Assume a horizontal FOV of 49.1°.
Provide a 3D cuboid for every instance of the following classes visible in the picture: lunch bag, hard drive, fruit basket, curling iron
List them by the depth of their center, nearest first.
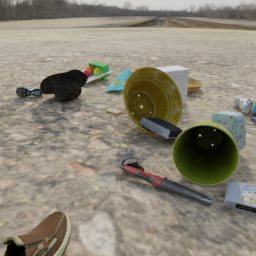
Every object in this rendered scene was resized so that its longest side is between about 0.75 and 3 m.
[{"bbox_3d":[0.953,1.405,7.699,2.863,0.366,0.710,18,30,34],"label":"curling iron"},{"bbox_3d":[3.314,0.128,9.302,0.516,1.338,1.073,-18,19,-32],"label":"lunch bag"},{"bbox_3d":[1.235,-0.031,10.287,1.016,0.319,1.506,-2,23,-41],"label":"hard drive"},{"bbox_3d":[-2.278,-3.274,17.290,2.144,1.005,1.986,-36,41,-29],"label":"fruit basket"}]

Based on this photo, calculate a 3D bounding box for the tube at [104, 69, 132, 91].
[{"bbox_3d":[-0.401,-2.652,16.127,1.058,0.689,2.732,-5,27,21],"label":"tube"}]

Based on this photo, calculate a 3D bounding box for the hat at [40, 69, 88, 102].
[{"bbox_3d":[-3.002,-1.848,13.746,2.408,0.971,2.408,-19,-15,-5],"label":"hat"}]

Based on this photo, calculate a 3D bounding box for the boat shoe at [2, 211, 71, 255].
[{"bbox_3d":[-1.800,2.247,5.032,0.895,0.897,2.424,-16,20,20],"label":"boat shoe"}]

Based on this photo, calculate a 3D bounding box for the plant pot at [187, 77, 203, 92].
[{"bbox_3d":[2.684,-2.561,15.739,2.953,0.406,2.953,7,23,-3],"label":"plant pot"}]

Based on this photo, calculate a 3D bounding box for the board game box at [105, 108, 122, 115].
[{"bbox_3d":[-0.657,-0.753,12.612,0.757,0.113,0.362,15,28,34],"label":"board game box"}]

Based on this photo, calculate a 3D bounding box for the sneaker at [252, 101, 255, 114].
[{"bbox_3d":[6.356,-1.100,12.662,0.999,0.855,2.412,28,38,24],"label":"sneaker"}]

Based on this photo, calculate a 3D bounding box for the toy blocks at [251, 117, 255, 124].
[{"bbox_3d":[5.444,-0.326,11.406,0.637,0.466,0.933,-10,24,6],"label":"toy blocks"}]

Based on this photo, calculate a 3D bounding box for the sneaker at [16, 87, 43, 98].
[{"bbox_3d":[-5.054,-1.816,14.537,1.484,0.581,0.667,5,8,0],"label":"sneaker"}]

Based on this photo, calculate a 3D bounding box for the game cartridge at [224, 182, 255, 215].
[{"bbox_3d":[3.208,1.788,7.025,1.456,0.302,0.970,10,31,20],"label":"game cartridge"}]

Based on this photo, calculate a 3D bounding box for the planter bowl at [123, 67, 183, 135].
[{"bbox_3d":[0.775,-0.961,11.103,2.677,2.677,1.115,-15,-4,-29],"label":"planter bowl"}]

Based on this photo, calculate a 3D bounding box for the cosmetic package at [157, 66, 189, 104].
[{"bbox_3d":[1.898,-2.016,13.402,1.688,1.694,1.041,-9,27,-20],"label":"cosmetic package"}]

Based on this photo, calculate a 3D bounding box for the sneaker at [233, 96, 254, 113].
[{"bbox_3d":[5.175,-1.066,12.787,0.828,0.542,1.441,16,24,31],"label":"sneaker"}]

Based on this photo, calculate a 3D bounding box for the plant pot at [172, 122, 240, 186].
[{"bbox_3d":[2.367,0.509,8.312,1.744,1.744,1.864,9,18,18],"label":"plant pot"}]
